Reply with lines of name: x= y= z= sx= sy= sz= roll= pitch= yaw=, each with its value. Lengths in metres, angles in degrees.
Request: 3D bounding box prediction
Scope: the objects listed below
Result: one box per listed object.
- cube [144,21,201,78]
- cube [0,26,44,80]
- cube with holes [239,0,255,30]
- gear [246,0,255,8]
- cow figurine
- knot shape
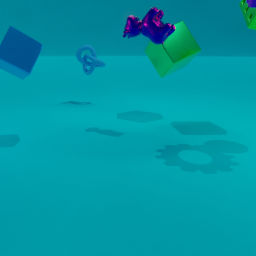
cube: x=1.364 y=-2.421 z=8.737 sx=1.102 sy=1.102 sz=1.102 roll=-29 pitch=-5 yaw=-18
cube: x=-2.413 y=-1.602 z=6.101 sx=0.747 sy=0.747 sz=0.747 roll=27 pitch=-14 yaw=-29
cube with holes: x=3.572 y=-3.055 z=6.641 sx=1.169 sy=1.169 sz=1.169 roll=11 pitch=50 yaw=-7
gear: x=2.819 y=-2.131 z=4.497 sx=1.655 sy=0.306 sz=1.655 roll=-1 pitch=33 yaw=1
cow figurine: x=0.444 y=-2.302 z=6.596 sx=1.065 sy=1.082 sz=0.594 roll=-42 pitch=-13 yaw=30
knot shape: x=-1.590 y=-2.811 z=11.383 sx=1.236 sy=1.157 sz=0.571 roll=-7 pitch=39 yaw=37
